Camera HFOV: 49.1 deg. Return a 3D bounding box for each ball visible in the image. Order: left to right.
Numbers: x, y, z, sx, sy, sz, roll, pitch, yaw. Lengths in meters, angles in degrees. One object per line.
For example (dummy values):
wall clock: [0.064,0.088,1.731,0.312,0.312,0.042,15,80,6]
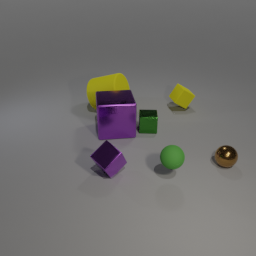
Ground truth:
ball: [1.262,0.830,7.977,0.700,0.700,0.700,0,29,0]
ball: [3.084,0.887,8.796,0.700,0.700,0.700,0,29,0]

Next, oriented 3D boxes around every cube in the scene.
cube: [-0.570,0.939,8.379,0.700,0.700,0.700,37,74,31]
cube: [-0.474,-0.527,10.604,1.400,1.400,1.400,-4,29,-7]
cube: [0.774,-0.254,10.835,0.700,0.700,0.700,1,30,2]
cube: [2.362,-1.401,12.294,0.700,0.700,0.700,23,23,-28]

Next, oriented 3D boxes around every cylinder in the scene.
cylinder: [-0.829,-1.558,12.090,1.400,1.400,1.400,-6,24,27]
